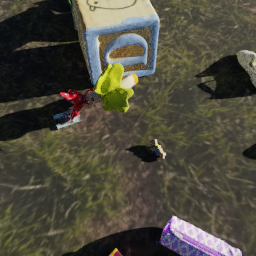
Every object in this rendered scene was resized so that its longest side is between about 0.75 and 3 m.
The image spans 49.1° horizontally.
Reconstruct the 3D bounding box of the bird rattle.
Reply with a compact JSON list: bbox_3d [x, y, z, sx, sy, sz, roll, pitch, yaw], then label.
[{"bbox_3d":[-0.808,-1.139,9.495,2.195,2.692,1.517,-36,102,-44],"label":"bird rattle"}]

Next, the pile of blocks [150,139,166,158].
[{"bbox_3d":[0.991,0.703,9.269,0.235,0.311,0.757,1,54,-53],"label":"pile of blocks"}]

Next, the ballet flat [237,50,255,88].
[{"bbox_3d":[5.058,-2.447,11.011,0.813,0.813,2.267,-10,56,-6],"label":"ballet flat"}]

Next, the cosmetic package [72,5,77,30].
[{"bbox_3d":[-0.908,-5.294,12.677,2.979,1.089,1.542,1,56,0],"label":"cosmetic package"}]

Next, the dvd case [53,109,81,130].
[{"bbox_3d":[-2.176,-0.328,9.991,0.853,0.094,0.623,-19,59,-13],"label":"dvd case"}]

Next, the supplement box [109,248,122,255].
[{"bbox_3d":[-0.115,3.793,6.991,0.710,0.551,1.286,-39,65,-23],"label":"supplement box"}]

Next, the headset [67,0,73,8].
[{"bbox_3d":[-2.256,-6.693,13.696,1.206,0.918,1.953,16,69,9],"label":"headset"}]

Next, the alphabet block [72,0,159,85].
[{"bbox_3d":[-0.519,-3.632,10.633,2.659,2.674,2.723,-13,57,-10],"label":"alphabet block"}]

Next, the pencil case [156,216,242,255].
[{"bbox_3d":[1.840,3.058,7.284,2.073,0.886,0.870,23,61,13],"label":"pencil case"}]
